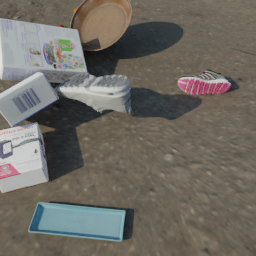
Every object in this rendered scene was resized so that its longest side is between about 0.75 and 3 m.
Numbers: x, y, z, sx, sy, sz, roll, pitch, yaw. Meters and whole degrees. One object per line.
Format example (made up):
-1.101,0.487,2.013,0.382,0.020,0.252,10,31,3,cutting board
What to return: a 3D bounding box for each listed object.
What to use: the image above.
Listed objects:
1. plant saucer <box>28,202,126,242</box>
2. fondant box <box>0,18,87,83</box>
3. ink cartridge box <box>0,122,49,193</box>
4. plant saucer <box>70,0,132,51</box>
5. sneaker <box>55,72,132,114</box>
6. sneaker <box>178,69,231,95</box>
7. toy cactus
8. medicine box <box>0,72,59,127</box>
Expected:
-1.259,2.392,7.095,2.332,0.221,0.815,5,47,4,plant saucer
-3.223,-2.821,10.523,2.995,0.872,2.161,-2,64,-28,fondant box
-3.134,0.807,8.189,1.306,0.761,1.804,-14,48,-11,ink cartridge box
-1.116,-4.484,11.990,2.911,0.532,2.911,-6,72,20,plant saucer
-1.147,-0.962,8.700,2.920,1.197,1.091,13,43,39,sneaker
2.852,-1.802,10.734,2.004,0.739,0.877,0,45,-5,sneaker
-2.035,-4.182,12.749,2.784,1.423,2.297,18,58,5,toy cactus
-3.252,-0.978,8.935,1.637,0.925,1.798,-34,21,-12,medicine box
